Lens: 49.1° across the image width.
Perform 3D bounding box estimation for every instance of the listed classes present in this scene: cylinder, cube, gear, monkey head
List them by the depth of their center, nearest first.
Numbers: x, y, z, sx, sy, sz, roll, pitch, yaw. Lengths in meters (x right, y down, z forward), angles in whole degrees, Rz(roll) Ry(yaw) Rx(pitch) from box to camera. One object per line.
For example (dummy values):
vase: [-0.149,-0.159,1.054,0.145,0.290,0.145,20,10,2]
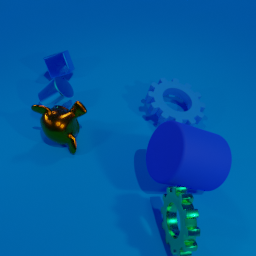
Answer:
gear: [0.935,1.703,5.187,0.227,1.225,1.225,1,40,-14]
cylinder: [1.273,0.618,6.009,1.311,1.311,1.311,15,34,-28]
monkey head: [-1.667,-0.166,7.295,1.624,1.169,0.979,50,37,-9]
gear: [1.410,-0.747,8.325,1.765,0.327,1.765,8,53,-11]
cylinder: [-2.184,-1.038,8.514,0.782,0.782,0.782,-31,33,26]
cube: [-2.416,-2.269,9.927,0.735,0.735,0.735,-15,21,8]
